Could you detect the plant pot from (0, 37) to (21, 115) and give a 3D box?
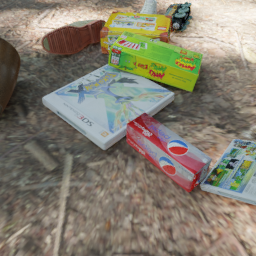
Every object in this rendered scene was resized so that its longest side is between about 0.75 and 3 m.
[{"bbox_3d":[-4.104,-1.297,8.051,1.918,1.918,2.052,-9,55,-9],"label":"plant pot"}]

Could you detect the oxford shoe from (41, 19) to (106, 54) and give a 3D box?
[{"bbox_3d":[-2.162,-3.584,10.929,2.902,1.027,1.071,-26,39,-34],"label":"oxford shoe"}]

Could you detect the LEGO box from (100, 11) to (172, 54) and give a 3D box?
[{"bbox_3d":[0.378,-3.635,10.862,2.480,0.957,1.847,8,45,8],"label":"LEGO box"}]

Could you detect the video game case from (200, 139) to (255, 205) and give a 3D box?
[{"bbox_3d":[2.819,0.938,6.303,1.695,0.205,1.860,8,40,45],"label":"video game case"}]

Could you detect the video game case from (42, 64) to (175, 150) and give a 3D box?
[{"bbox_3d":[-0.557,-0.885,8.473,2.723,0.329,2.987,33,51,29],"label":"video game case"}]

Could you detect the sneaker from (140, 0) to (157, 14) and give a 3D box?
[{"bbox_3d":[0.833,-5.300,12.569,0.720,0.958,1.924,13,48,11],"label":"sneaker"}]

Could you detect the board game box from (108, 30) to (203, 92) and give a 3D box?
[{"bbox_3d":[0.945,-2.279,9.343,2.867,0.683,1.457,19,44,6],"label":"board game box"}]

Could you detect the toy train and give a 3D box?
[{"bbox_3d":[2.128,-4.869,12.289,1.144,0.856,2.008,7,46,25],"label":"toy train"}]

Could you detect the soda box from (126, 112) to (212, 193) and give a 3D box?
[{"bbox_3d":[0.903,0.527,6.800,0.678,0.749,2.138,-34,54,-29],"label":"soda box"}]
